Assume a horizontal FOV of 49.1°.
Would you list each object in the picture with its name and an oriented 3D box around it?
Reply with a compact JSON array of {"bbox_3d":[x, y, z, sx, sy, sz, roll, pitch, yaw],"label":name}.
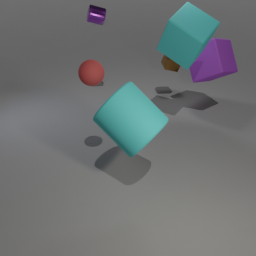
[{"bbox_3d":[0.068,-0.218,7.197,1.400,1.400,1.400,45,40,1],"label":"cylinder"},{"bbox_3d":[-0.985,-1.481,7.529,0.700,0.700,0.700,0,30,0],"label":"ball"},{"bbox_3d":[2.119,-3.269,9.992,1.400,1.400,1.400,36,60,7],"label":"cube"},{"bbox_3d":[-1.360,-4.842,12.014,0.700,0.700,0.700,8,27,-18],"label":"cylinder"},{"bbox_3d":[2.062,-3.151,13.143,0.700,0.700,0.700,7,40,-20],"label":"cube"},{"bbox_3d":[3.490,-2.789,11.693,1.400,1.400,1.400,-14,0,-44],"label":"cube"}]
